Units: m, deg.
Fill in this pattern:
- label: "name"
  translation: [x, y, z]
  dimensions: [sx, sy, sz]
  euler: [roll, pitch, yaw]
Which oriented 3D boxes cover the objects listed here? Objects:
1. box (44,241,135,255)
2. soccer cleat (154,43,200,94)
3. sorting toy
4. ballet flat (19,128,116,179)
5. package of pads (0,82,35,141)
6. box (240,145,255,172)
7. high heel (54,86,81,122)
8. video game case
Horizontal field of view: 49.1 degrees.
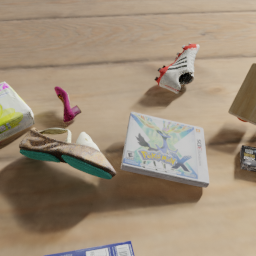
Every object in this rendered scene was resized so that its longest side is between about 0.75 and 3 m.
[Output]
- label: "box"
  translation: [-0.711, 2.553, 4.561]
  dimensions: [1.830, 0.296, 1.108]
  euler: [-2, 44, -16]
- label: "soccer cleat"
  translation: [1.807, -1.919, 8.977]
  dimensions: [0.989, 0.797, 2.322]
  euler: [37, 56, 14]
- label: "sorting toy"
  translation: [3.662, -0.669, 7.365]
  dimensions: [1.576, 0.552, 1.585]
  euler: [27, 77, 15]
- label: "ballet flat"
  translation: [-1.326, 0.442, 6.303]
  dimensions: [2.479, 0.844, 0.834]
  euler: [13, 64, 17]
- label: "package of pads"
  translation: [-3.480, -0.437, 7.543]
  dimensions: [1.362, 0.601, 1.763]
  euler: [-31, 53, -26]
- label: "box"
  translation: [3.073, 0.755, 6.608]
  dimensions: [0.791, 0.197, 0.624]
  euler: [11, 45, 11]
- label: "high heel"
  translation: [-1.843, -0.670, 7.785]
  dimensions: [0.557, 0.391, 1.162]
  euler: [-35, 75, -24]
- label: "video game case"
  translation: [0.893, 0.444, 6.613]
  dimensions: [1.946, 0.214, 1.773]
  euler: [12, 44, -3]
